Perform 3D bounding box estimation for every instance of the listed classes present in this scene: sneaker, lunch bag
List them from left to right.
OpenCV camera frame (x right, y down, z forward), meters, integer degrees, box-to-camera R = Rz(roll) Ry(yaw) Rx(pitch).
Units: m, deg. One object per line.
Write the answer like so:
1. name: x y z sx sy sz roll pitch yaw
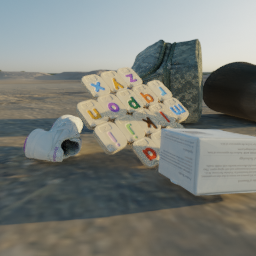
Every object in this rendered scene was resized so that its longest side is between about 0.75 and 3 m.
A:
1. sneaker: -1.083 0.225 4.912 0.793 0.596 1.592 15 21 11
2. lunch bag: 1.032 -1.405 8.310 2.253 1.872 2.687 -2 36 17

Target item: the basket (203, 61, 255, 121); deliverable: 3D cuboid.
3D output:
1. basket: 3.895 -1.094 8.621 2.341 1.766 2.597 -16 16 -4

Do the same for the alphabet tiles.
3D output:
1. alphabet tiles: 0.149 -0.271 4.740 1.975 0.144 1.932 -23 65 -39

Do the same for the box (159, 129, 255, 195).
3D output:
1. box: 0.986 0.360 3.406 0.943 0.616 0.938 1 6 -18
